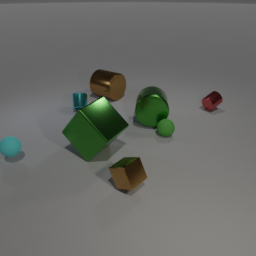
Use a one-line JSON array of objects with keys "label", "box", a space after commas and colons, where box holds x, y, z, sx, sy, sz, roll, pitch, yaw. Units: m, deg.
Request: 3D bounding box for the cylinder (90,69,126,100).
[{"label": "cylinder", "box": [-1.040, -2.265, 14.619, 1.400, 1.400, 1.400, 19, 33, 32]}]

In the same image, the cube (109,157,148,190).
[{"label": "cube", "box": [0.005, 1.303, 8.124, 0.700, 0.700, 0.700, -31, 16, -39]}]

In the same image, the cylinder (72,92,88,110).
[{"label": "cylinder", "box": [-2.269, -1.256, 13.228, 0.700, 0.700, 0.700, -4, -7, 0]}]

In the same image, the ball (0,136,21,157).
[{"label": "ball", "box": [-3.950, 0.623, 9.385, 0.700, 0.700, 0.700, 0, 28, 0]}]

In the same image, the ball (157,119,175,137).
[{"label": "ball", "box": [1.502, -0.012, 11.092, 0.700, 0.700, 0.700, 0, 28, 0]}]

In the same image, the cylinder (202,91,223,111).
[{"label": "cylinder", "box": [3.981, -1.284, 13.259, 0.700, 0.700, 0.700, -35, 40, -18]}]

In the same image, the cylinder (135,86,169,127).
[{"label": "cylinder", "box": [1.022, -0.940, 11.982, 1.400, 1.400, 1.400, 2, 23, 4]}]

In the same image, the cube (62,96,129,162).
[{"label": "cube", "box": [-1.122, 0.021, 9.687, 1.400, 1.400, 1.400, 48, 40, 2]}]
